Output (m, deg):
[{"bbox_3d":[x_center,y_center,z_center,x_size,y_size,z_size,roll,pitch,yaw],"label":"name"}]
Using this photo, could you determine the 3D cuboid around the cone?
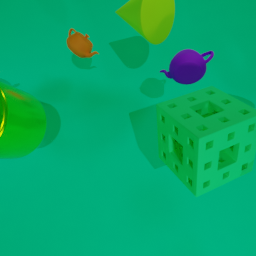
[{"bbox_3d":[0.191,-2.726,6.634,1.331,1.326,1.326,20,63,36],"label":"cone"}]

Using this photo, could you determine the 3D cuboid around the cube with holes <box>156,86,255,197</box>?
[{"bbox_3d":[1.360,0.177,4.972,1.224,1.224,1.224,-19,36,-18],"label":"cube with holes"}]

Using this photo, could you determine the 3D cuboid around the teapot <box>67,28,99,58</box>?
[{"bbox_3d":[-1.239,-2.258,7.575,0.577,0.733,1.179,-46,74,19],"label":"teapot"}]

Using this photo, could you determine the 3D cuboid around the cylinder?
[{"bbox_3d":[-2.391,-0.137,5.019,1.371,1.371,1.371,-1,84,10],"label":"cylinder"}]

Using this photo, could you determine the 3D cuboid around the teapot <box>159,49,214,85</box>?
[{"bbox_3d":[1.177,-1.272,5.741,1.200,0.746,0.588,-19,43,27],"label":"teapot"}]
